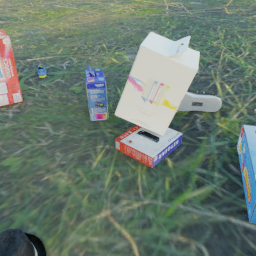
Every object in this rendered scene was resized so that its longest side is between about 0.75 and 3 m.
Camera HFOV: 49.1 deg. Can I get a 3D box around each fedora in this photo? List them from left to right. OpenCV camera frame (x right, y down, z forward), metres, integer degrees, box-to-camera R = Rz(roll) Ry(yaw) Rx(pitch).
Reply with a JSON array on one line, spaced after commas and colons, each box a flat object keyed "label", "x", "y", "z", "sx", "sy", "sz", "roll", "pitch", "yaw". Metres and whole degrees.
[{"label": "fedora", "x": -2.085, "y": 2.261, "z": 4.815, "sx": 1.389, "sy": 0.634, "sz": 1.389, "roll": 0, "pitch": 32, "yaw": 0}]

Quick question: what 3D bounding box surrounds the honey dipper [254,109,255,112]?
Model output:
[{"label": "honey dipper", "x": 4.768, "y": -0.766, "z": 10.042, "sx": 0.829, "sy": 0.157, "sz": 0.157, "roll": -28, "pitch": 42, "yaw": -33}]

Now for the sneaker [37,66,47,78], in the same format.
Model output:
[{"label": "sneaker", "x": -3.945, "y": -2.700, "z": 12.789, "sx": 0.385, "sy": 0.458, "sz": 1.168, "roll": -11, "pitch": 33, "yaw": -13}]

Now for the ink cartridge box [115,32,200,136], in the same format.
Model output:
[{"label": "ink cartridge box", "x": 0.869, "y": -1.387, "z": 7.818, "sx": 1.544, "sy": 2.465, "sz": 1.584, "roll": 23, "pitch": 34, "yaw": 1}]

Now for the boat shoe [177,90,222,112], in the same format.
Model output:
[{"label": "boat shoe", "x": 2.206, "y": -0.995, "z": 9.940, "sx": 2.143, "sy": 0.735, "sz": 0.607, "roll": 9, "pitch": 28, "yaw": 2}]

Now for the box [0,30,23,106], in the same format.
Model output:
[{"label": "box", "x": -4.706, "y": -2.081, "z": 9.946, "sx": 1.249, "sy": 2.434, "sz": 1.152, "roll": -19, "pitch": 38, "yaw": -27}]

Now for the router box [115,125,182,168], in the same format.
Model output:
[{"label": "router box", "x": 0.606, "y": 0.375, "z": 8.027, "sx": 1.325, "sy": 0.361, "sz": 1.477, "roll": 24, "pitch": 40, "yaw": 33}]

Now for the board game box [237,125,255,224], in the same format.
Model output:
[{"label": "board game box", "x": 4.171, "y": 1.105, "z": 6.485, "sx": 2.823, "sy": 0.789, "sz": 2.764, "roll": 7, "pitch": 33, "yaw": 11}]

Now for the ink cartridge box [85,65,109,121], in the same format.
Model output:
[{"label": "ink cartridge box", "x": -1.057, "y": -1.237, "z": 9.340, "sx": 0.637, "sy": 1.668, "sz": 1.138, "roll": -6, "pitch": 33, "yaw": -9}]
